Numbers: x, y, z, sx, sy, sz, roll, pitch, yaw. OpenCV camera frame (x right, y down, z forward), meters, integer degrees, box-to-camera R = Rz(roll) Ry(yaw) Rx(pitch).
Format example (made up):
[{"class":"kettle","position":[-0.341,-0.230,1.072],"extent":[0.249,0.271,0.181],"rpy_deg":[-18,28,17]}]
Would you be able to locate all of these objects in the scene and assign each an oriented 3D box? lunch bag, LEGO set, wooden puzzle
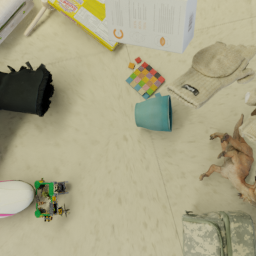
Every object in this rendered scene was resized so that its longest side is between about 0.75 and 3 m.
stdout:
[{"class":"lunch bag","position":[2.380,3.355,7.537],"extent":[1.837,1.526,2.190],"rpy_deg":[-3,81,12]},{"class":"LEGO set","position":[-2.194,2.048,8.236],"extent":[0.979,0.738,1.273],"rpy_deg":[-17,76,27]},{"class":"wooden puzzle","position":[0.548,-1.544,9.005],"extent":[1.554,0.109,0.922],"rpy_deg":[43,83,6]}]

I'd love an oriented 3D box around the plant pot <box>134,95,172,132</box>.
[{"class":"plant pot","position":[0.761,-0.413,8.394],"extent":[1.038,1.105,1.105],"rpy_deg":[-2,80,15]}]

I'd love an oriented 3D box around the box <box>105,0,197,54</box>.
[{"class":"box","position":[0.427,-2.096,5.218],"extent":[1.537,0.956,0.749],"rpy_deg":[17,47,20]}]

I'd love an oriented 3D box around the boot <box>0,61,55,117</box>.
[{"class":"boot","position":[-3.542,-0.659,8.123],"extent":[2.375,1.073,2.898],"rpy_deg":[5,62,3]}]

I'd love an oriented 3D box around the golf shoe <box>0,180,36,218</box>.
[{"class":"golf shoe","position":[-4.083,2.071,7.769],"extent":[2.874,1.323,1.043],"rpy_deg":[-8,82,-1]}]

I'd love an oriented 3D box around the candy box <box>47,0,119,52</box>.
[{"class":"candy box","position":[-1.156,-3.741,8.996],"extent":[2.531,0.334,1.293],"rpy_deg":[37,83,-7]}]

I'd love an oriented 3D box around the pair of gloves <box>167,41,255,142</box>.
[{"class":"pair of gloves","position":[2.386,-0.766,5.494],"extent":[2.616,0.459,2.224],"rpy_deg":[31,64,23]}]

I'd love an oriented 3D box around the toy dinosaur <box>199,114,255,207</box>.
[{"class":"toy dinosaur","position":[3.266,1.002,8.155],"extent":[1.783,1.129,2.631],"rpy_deg":[23,66,-6]}]

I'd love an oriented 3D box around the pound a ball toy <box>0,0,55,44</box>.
[{"class":"pound a ball toy","position":[-3.793,-3.672,8.866],"extent":[1.675,1.091,2.569],"rpy_deg":[37,83,6]}]
